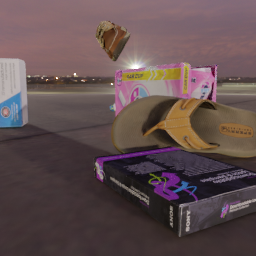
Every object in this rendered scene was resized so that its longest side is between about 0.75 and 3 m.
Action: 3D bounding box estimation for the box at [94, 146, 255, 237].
[{"bbox_3d":[0.539,0.592,3.325,1.307,0.330,1.829,-5,9,-28],"label":"box"}]

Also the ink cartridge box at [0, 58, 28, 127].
[{"bbox_3d":[-4.592,-1.042,8.393,2.817,2.036,1.192,-2,9,-10],"label":"ink cartridge box"}]

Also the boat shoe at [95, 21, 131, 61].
[{"bbox_3d":[-0.624,-3.028,9.441,1.027,1.052,2.781,27,19,-16],"label":"boat shoe"}]

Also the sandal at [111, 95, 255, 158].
[{"bbox_3d":[1.123,-0.020,4.558,2.768,1.112,0.747,3,-11,-6],"label":"sandal"}]

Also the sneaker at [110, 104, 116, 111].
[{"bbox_3d":[-0.632,-0.939,13.458,0.652,0.470,1.241,-10,-2,17],"label":"sneaker"}]

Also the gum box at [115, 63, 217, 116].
[{"bbox_3d":[0.726,-0.533,6.334,0.955,1.640,2.889,-4,10,-28],"label":"gum box"}]
